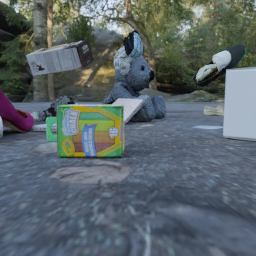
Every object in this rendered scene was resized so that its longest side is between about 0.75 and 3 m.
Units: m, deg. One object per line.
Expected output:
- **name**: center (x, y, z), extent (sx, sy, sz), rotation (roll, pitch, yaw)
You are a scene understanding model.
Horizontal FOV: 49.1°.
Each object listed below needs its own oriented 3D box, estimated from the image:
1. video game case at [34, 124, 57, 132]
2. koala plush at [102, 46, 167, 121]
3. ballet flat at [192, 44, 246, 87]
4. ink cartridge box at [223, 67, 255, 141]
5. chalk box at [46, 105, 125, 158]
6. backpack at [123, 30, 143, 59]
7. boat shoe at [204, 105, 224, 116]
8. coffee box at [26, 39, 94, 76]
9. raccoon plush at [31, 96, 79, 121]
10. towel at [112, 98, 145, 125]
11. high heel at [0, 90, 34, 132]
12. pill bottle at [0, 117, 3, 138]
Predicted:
- **video game case**: center (-1.837, -0.035, 8.510), extent (1.372, 0.173, 1.506), rotation (2, 6, 17)
- **koala plush**: center (0.120, -1.873, 12.117), extent (2.745, 2.987, 2.649), rotation (3, 7, 22)
- **ballet flat**: center (2.702, -1.863, 8.566), extent (0.636, 0.632, 1.860), rotation (0, -30, -37)
- **ink cartridge box**: center (3.510, -0.606, 6.912), extent (1.630, 1.638, 2.233), rotation (5, 8, 35)
- **chalk box**: center (-0.765, 0.022, 4.909), extent (1.395, 0.868, 0.864), rotation (-1, 6, 0)
- **backpack**: center (0.186, -2.919, 10.063), extent (0.685, 0.891, 0.727), rotation (31, -48, -28)
- **boat shoe**: center (4.830, -0.938, 14.777), extent (1.680, 0.546, 0.606), rotation (4, 8, 34)
- **coffee box**: center (-2.339, -2.466, 9.827), extent (1.964, 0.784, 1.110), rotation (-6, 26, 16)
- **raccoon plush**: center (-3.103, -0.796, 12.107), extent (2.104, 1.018, 1.410), rotation (-3, -1, -19)
- **towel**: center (-0.259, -0.630, 10.506), extent (1.370, 0.231, 1.434), rotation (7, 42, 39)
- **high heel**: center (-3.073, -0.541, 7.498), extent (0.900, 1.283, 2.670), rotation (15, 9, -3)
- **pill bottle**: center (-3.312, 0.018, 5.871), extent (1.192, 0.648, 0.648), rotation (-6, 9, -35)
